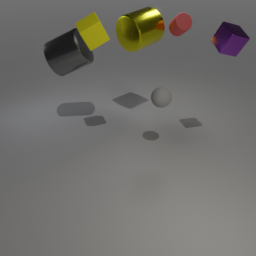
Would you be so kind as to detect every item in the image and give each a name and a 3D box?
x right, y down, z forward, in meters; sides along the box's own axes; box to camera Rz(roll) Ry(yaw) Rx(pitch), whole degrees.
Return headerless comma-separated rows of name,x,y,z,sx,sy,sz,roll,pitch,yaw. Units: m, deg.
cylinder,-2.254,-2.886,10.750,1.400,1.400,1.400,-20,24,17
cylinder,0.474,-3.871,10.996,1.400,1.400,1.400,-33,42,-32
cube,3.142,-2.738,8.652,0.700,0.700,0.700,3,50,-25
cylinder,2.041,-4.037,10.954,0.700,0.700,0.700,-9,1,-16
ball,1.123,-1.029,9.406,0.700,0.700,0.700,0,29,0
cube,-1.094,-2.962,8.600,0.700,0.700,0.700,-29,49,4
